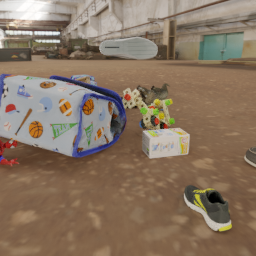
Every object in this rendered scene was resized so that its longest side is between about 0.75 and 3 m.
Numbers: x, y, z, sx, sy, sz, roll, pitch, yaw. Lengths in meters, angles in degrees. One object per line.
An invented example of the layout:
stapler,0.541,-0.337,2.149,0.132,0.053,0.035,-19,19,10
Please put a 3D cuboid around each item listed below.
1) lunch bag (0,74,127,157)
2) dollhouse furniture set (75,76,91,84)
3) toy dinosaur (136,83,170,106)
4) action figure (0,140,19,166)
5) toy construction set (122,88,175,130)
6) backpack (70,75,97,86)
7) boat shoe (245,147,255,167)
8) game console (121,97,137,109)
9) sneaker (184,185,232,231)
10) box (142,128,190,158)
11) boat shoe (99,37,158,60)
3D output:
lunch bag,-1.559,-0.407,7.458,2.458,1.791,2.892,16,5,19
dollhouse furniture set,-2.475,-1.762,12.715,1.564,1.108,1.703,-8,1,36
toy dinosaur,1.249,-1.560,13.373,2.672,1.028,1.366,-8,29,-43
action figure,-3.387,0.624,6.054,1.147,0.756,2.317,-2,12,43
toy construction set,0.738,-0.540,8.727,2.053,1.346,0.946,16,-26,-42
backpack,-2.310,-2.265,15.119,1.418,1.045,1.553,-8,20,-27
boat shoe,3.864,0.696,5.733,0.978,0.834,2.925,-13,21,-35
game console,-0.576,-0.994,11.980,1.718,0.351,2.913,5,14,16
sneaker,1.341,1.194,4.688,0.439,0.499,1.179,-5,18,-19
box,0.972,0.377,7.265,1.082,0.548,0.608,-4,19,-14
boat shoe,0.029,-3.193,11.152,2.278,0.838,0.760,7,12,-1
